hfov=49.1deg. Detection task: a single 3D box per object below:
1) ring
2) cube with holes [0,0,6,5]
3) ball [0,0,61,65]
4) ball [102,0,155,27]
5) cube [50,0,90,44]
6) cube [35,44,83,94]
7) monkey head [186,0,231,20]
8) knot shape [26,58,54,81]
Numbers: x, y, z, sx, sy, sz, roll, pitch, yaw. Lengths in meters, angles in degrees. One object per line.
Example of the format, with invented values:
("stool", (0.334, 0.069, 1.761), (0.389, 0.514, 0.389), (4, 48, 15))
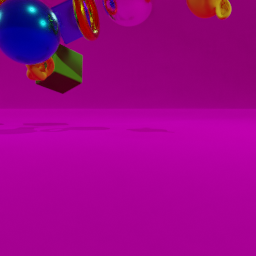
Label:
("ring", (-0.911, -2.545, 6.267), (0.234, 1.169, 1.169), (-7, 3, 14))
("cube with holes", (-3.507, -4.144, 8.102), (1.030, 1.030, 1.030), (14, -22, -36))
("ball", (-2.149, -2.060, 5.995), (1.385, 1.385, 1.385), (0, 4, 0))
("ball", (0.019, -3.064, 6.609), (1.263, 1.263, 1.263), (0, 4, 0))
("cube", (-1.721, -3.327, 8.620), (1.070, 1.070, 1.070), (-27, 25, -3))
("cube", (-2.221, -1.903, 9.084), (1.072, 1.072, 1.072), (-19, -26, 39))
("monkey head", (1.804, -2.992, 6.042), (1.164, 0.975, 1.619), (-36, 36, 16))
("knot shape", (-2.232, -1.795, 7.191), (0.573, 1.161, 1.240), (15, -1, -5))
